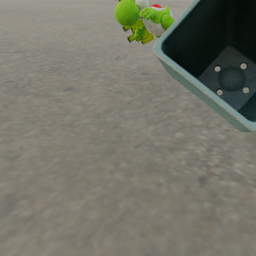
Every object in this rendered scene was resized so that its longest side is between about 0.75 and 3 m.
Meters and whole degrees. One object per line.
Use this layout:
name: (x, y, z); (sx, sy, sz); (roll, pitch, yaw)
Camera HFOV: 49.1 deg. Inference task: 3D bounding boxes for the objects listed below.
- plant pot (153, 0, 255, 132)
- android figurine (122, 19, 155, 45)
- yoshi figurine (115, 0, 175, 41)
plant pot: (2.042, -1.225, 5.238); (2.135, 2.141, 2.181); (43, 3, 15)
android figurine: (0.607, -4.046, 10.993); (1.582, 1.440, 0.325); (-29, 36, -3)
yoshi figurine: (0.639, -3.793, 10.058); (2.846, 1.600, 1.594); (30, 30, -16)
